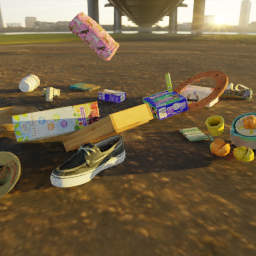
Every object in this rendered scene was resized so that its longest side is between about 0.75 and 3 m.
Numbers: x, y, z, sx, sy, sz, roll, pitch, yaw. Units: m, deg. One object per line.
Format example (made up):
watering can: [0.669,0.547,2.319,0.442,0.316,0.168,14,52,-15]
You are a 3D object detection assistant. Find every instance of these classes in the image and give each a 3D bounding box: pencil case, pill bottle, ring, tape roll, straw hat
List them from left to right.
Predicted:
straw hat: [-3.205,1.267,7.247,1.313,1.313,0.556,8,-17,19]
pill bottle: [-5.865,-2.603,16.546,0.842,0.842,1.409,1,23,2]
pencil case: [-1.269,-3.417,10.540,0.817,1.975,0.854,-54,14,-14]
ring: [3.270,-1.690,13.186,2.945,0.283,2.945,-28,29,17]
tape roll: [4.271,0.193,9.736,1.365,0.451,1.365,-11,26,6]

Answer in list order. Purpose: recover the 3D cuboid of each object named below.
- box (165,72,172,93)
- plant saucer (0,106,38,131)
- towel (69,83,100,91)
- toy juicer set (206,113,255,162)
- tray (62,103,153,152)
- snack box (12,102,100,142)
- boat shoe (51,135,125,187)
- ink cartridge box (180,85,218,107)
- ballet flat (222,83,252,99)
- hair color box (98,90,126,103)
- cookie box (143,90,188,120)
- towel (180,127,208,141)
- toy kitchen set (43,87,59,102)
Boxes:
box: [1.784,-1.996,12.256,0.186,0.475,0.780,-11,60,10]
plant saucer: [-4.825,-0.354,11.519,2.302,0.407,2.302,0,22,0]
towel: [-2.671,-2.504,17.219,1.581,0.172,1.159,14,26,28]
toy juicer set: [3.871,0.179,8.706,2.835,0.772,1.804,-6,42,22]
tray: [-0.727,0.057,8.575,1.429,0.537,2.897,-21,-2,-40]
snack box: [-2.366,-0.168,9.330,2.530,0.856,2.133,-10,0,-16]
boat shoe: [-1.100,0.812,7.958,0.917,0.902,2.543,18,28,37]
ink cartridge box: [3.631,-1.655,14.335,1.676,0.717,1.237,13,26,34]
ballet flat: [5.869,-2.107,15.499,2.032,0.731,0.731,18,28,38]
hair color box: [-0.844,-1.700,14.859,1.326,0.430,0.725,10,25,28]
cookie box: [1.653,-1.101,12.720,1.455,0.639,1.701,-20,25,-12]
towel: [2.446,0.235,10.474,0.760,0.117,0.997,-5,24,-13]
toy kitchen set: [-4.323,-1.774,14.991,0.969,0.712,1.209,4,2,12]
